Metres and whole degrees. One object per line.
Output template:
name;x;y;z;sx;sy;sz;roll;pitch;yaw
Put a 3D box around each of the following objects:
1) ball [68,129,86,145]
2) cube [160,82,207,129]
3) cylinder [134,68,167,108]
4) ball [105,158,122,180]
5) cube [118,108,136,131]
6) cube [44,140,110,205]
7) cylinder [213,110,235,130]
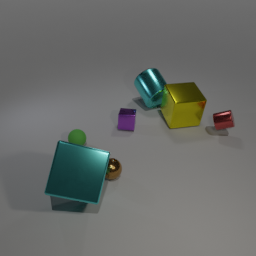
ball;-1.945;0.391;10.713;0.700;0.700;0.700;0;30;0
cube;2.346;-0.995;12.108;1.400;1.400;1.400;-6;43;-11
cylinder;1.200;-1.915;13.530;1.400;1.400;1.400;-16;64;-25
ball;-0.541;1.319;9.086;0.700;0.700;0.700;0;30;0
cube;-0.034;-0.380;11.891;0.700;0.700;0.700;5;27;4
cube;-1.428;1.190;7.799;1.400;1.400;1.400;15;-8;-13
cylinder;3.834;-0.314;11.201;0.700;0.700;0.700;-12;23;27
